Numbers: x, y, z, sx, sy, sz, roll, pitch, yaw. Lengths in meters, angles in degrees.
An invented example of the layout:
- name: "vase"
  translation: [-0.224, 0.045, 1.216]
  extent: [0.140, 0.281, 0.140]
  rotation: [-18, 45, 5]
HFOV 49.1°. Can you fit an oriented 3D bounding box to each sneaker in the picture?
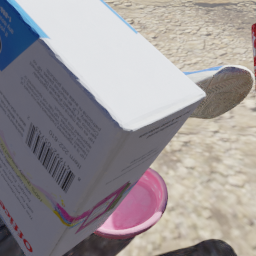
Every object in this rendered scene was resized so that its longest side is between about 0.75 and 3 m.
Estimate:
- name: "sneaker"
  translation: [0.720, -0.826, 5.175]
  extent: [2.826, 1.085, 1.572]
  rotation: [-19, 48, -5]

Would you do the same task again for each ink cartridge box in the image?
- name: "ink cartridge box"
  translation: [-0.664, 0.058, 2.558]
  extent: [1.586, 2.194, 0.929]
  rotation: [48, 42, 18]

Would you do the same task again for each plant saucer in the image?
- name: "plant saucer"
  translation: [-0.058, 0.980, 3.766]
  extent: [1.203, 0.305, 1.203]
  rotation: [-7, 36, 5]

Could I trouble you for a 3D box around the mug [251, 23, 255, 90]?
- name: "mug"
  translation: [2.694, -0.563, 3.964]
  extent: [1.475, 2.210, 1.962]
  rotation: [-12, 7, -12]
